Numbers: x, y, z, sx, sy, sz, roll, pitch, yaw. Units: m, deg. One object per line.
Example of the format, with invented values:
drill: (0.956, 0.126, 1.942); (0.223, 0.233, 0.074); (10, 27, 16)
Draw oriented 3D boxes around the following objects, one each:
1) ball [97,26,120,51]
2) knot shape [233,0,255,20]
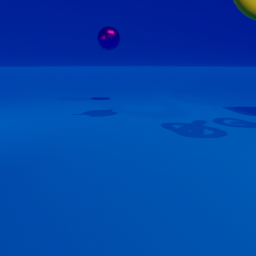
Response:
ball: (-0.756, -3.520, 11.021); (0.908, 0.908, 0.908); (0, 13, 0)
knot shape: (2.299, -2.649, 4.840); (0.891, 1.805, 1.928); (-11, -17, 33)
